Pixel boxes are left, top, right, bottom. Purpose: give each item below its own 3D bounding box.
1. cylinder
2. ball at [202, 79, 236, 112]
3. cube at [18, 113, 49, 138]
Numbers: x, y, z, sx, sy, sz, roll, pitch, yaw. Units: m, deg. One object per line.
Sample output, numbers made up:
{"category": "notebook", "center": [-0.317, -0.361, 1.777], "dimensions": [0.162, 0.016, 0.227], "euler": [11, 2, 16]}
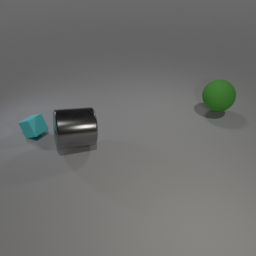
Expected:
{"category": "cylinder", "center": [-1.927, -0.008, 10.128], "dimensions": [1.400, 1.400, 1.400], "euler": [-6, 32, -19]}
{"category": "ball", "center": [3.942, -1.412, 12.153], "dimensions": [1.400, 1.400, 1.400], "euler": [0, 32, 0]}
{"category": "cube", "center": [-3.736, -0.083, 11.093], "dimensions": [0.700, 0.700, 0.700], "euler": [-8, 22, 38]}
